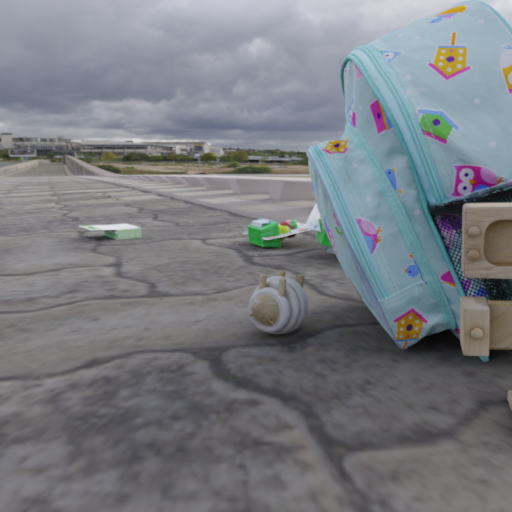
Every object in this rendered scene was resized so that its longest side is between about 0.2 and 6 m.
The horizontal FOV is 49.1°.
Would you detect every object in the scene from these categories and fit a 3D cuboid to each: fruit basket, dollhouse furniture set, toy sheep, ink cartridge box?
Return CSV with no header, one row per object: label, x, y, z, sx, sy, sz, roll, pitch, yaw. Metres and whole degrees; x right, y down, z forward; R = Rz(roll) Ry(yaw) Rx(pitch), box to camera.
fruit basket,0.518,-0.613,12.542,1.326,0.621,1.228,-20,18,-22
dollhouse furniture set,2.298,0.544,3.855,1.619,1.702,1.387,1,11,15
toy sheep,0.282,0.553,6.486,0.732,0.732,1.062,7,6,34
fruit basket,1.963,-0.584,11.349,1.815,0.919,1.960,15,16,7
ink cartridge box,-3.546,-0.582,13.609,1.238,0.297,0.901,-7,13,-35

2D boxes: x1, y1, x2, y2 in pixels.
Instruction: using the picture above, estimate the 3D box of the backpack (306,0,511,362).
backpack,2.016,-0.859,6.392,2.687,3.505,3.081,-15,11,8
